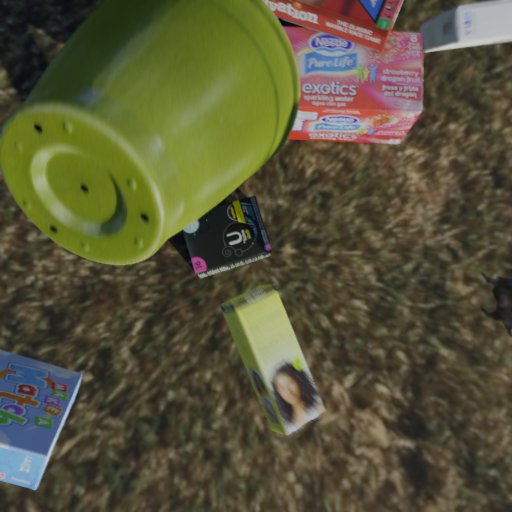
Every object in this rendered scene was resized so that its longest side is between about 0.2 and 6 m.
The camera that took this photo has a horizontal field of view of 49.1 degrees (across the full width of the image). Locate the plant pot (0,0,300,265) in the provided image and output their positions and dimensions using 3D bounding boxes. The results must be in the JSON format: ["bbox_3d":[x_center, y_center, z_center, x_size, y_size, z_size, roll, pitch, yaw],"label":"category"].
[{"bbox_3d":[-1.213,-1.370,6.022,2.727,2.727,2.625,25,45,4],"label":"plant pot"}]

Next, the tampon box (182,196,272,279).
[{"bbox_3d":[-0.450,-0.269,8.484,1.186,0.749,0.889,-18,82,-2],"label":"tampon box"}]

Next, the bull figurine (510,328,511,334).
[{"bbox_3d":[4.201,1.000,8.543,0.520,0.279,0.856,11,81,3],"label":"bull figurine"}]

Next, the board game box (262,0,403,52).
[{"bbox_3d":[1.509,-5.384,8.657,2.511,0.474,4.879,20,67,8],"label":"board game box"}]

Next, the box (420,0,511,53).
[{"bbox_3d":[2.676,-2.276,5.363,1.880,1.357,0.342,-5,106,4],"label":"box"}]

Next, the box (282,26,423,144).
[{"bbox_3d":[1.044,-2.557,8.513,2.681,1.336,1.280,3,82,1],"label":"box"}]

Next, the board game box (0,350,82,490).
[{"bbox_3d":[-2.878,1.284,5.233,2.174,1.644,0.398,20,99,-11],"label":"board game box"}]

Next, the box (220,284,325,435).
[{"bbox_3d":[0.195,1.191,6.531,0.614,0.409,1.632,-25,93,-28],"label":"box"}]
